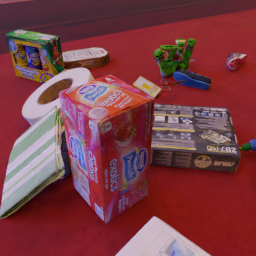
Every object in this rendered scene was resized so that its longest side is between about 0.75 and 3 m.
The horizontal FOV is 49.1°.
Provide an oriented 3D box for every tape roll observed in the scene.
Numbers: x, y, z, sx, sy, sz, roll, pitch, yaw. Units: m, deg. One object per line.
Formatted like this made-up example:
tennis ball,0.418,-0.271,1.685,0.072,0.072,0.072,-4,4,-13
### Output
tape roll,-2.240,-1.038,9.129,2.594,0.474,2.594,-20,37,16

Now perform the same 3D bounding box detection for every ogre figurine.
ogre figurine,1.989,-2.921,11.829,1.076,1.314,2.192,18,39,29

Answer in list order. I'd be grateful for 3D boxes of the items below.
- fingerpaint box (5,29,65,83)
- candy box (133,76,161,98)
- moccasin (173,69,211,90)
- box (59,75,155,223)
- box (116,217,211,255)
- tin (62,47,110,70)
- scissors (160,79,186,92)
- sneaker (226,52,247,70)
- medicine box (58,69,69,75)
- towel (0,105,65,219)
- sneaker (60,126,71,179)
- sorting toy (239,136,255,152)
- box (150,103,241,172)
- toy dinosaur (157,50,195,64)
fingerpaint box,-3.704,-2.853,11.319,2.162,1.804,0.793,17,40,22
candy box,0.729,-1.548,10.627,0.991,0.131,0.507,34,63,15
moccasin,2.571,-1.959,11.197,1.499,0.603,0.511,24,58,10
box,-0.420,0.466,6.015,1.325,2.776,1.384,-26,44,-31
box,0.051,2.832,3.925,1.321,1.466,2.607,29,45,33
tin,-2.082,-3.201,12.923,2.556,0.535,1.431,-13,43,-18
scissors,1.685,-1.553,10.242,1.348,0.094,0.493,-5,76,-35
sneaker,4.755,-3.063,12.672,0.669,0.564,1.529,29,41,34
medicine box,-2.204,-1.782,10.907,1.102,0.567,1.003,12,38,14
towel,-2.337,0.706,6.992,1.954,0.300,2.561,-37,37,14
sneaker,-1.098,0.259,7.662,1.194,1.060,2.827,-1,35,18
sorting toy,3.398,1.185,6.922,0.918,0.924,2.664,-19,36,14
box,1.620,0.153,8.193,2.817,0.692,2.271,4,36,6
toy dinosaur,2.187,-3.135,12.946,1.804,0.525,0.912,2,51,14
